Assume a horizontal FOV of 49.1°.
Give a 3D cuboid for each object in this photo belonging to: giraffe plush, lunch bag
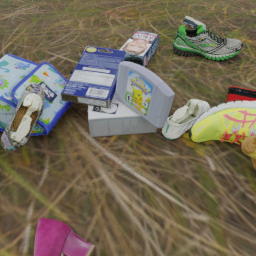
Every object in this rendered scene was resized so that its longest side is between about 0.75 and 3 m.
[{"bbox_3d":[3.563,1.014,6.154,1.899,1.638,1.540,29,50,-21],"label":"giraffe plush"},{"bbox_3d":[-2.931,-0.893,8.035,2.451,1.562,2.084,21,42,3],"label":"lunch bag"}]

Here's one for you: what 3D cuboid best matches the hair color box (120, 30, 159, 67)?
[{"bbox_3d":[0.458,-3.108,11.014,1.020,0.617,2.040,14,44,15],"label":"hair color box"}]

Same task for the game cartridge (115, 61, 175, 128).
[{"bbox_3d":[0.356,-0.922,7.107,0.357,1.176,1.763,-25,51,-38],"label":"game cartridge"}]

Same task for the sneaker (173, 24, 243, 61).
[{"bbox_3d":[3.115,-3.354,10.907,2.652,1.130,1.035,8,43,8],"label":"sneaker"}]

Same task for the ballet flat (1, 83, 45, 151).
[{"bbox_3d":[-2.393,-0.302,6.724,0.664,0.664,1.847,13,68,13],"label":"ballet flat"}]

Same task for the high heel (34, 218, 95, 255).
[{"bbox_3d":[-1.643,2.607,4.508,1.232,0.865,2.569,25,42,11],"label":"high heel"}]

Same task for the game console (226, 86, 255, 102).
[{"bbox_3d":[3.918,-0.584,8.593,1.835,1.089,1.581,15,14,14],"label":"game console"}]

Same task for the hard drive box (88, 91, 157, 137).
[{"bbox_3d":[-0.193,-0.542,8.135,1.888,0.725,1.472,-5,43,-5],"label":"hard drive box"}]

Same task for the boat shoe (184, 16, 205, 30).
[{"bbox_3d":[3.083,-4.795,13.015,1.208,0.373,0.452,39,39,25],"label":"boat shoe"}]

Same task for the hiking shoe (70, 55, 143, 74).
[{"bbox_3d":[-0.694,-2.147,9.730,2.496,0.929,1.082,-18,47,-18],"label":"hiking shoe"}]

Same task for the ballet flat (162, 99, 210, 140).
[{"bbox_3d":[1.760,-0.417,8.040,0.722,0.722,2.079,33,52,31],"label":"ballet flat"}]

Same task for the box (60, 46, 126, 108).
[{"bbox_3d":[-0.914,-1.574,8.247,1.369,0.366,2.260,10,52,9],"label":"box"}]

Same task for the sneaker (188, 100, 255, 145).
[{"bbox_3d":[3.076,0.037,7.275,2.940,1.149,1.327,-12,63,2],"label":"sneaker"}]
